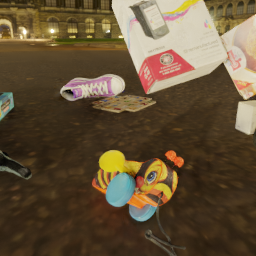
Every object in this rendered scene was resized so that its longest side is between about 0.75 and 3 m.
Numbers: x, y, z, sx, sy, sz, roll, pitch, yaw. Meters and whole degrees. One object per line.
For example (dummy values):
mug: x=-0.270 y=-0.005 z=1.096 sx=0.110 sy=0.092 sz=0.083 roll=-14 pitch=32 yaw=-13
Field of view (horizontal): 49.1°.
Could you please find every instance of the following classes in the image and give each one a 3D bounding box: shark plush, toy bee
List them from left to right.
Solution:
shark plush: x=-3.258 y=0.437 z=6.426 sx=2.793 sy=1.269 sz=1.163 roll=3 pitch=-12 yaw=24
toy bee: x=0.337 y=0.904 z=4.517 sx=2.244 sy=1.220 sz=1.469 roll=28 pitch=-12 yaw=39

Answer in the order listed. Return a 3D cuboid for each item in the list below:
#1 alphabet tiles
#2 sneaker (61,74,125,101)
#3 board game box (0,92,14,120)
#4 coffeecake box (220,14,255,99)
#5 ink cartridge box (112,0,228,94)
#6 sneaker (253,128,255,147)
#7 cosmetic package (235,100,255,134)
alphabet tiles: x=-0.168 y=-1.080 z=11.955 sx=2.176 sy=0.083 sz=2.615 roll=13 pitch=23 yaw=32
sneaker: x=-1.636 y=-1.650 z=12.457 sx=2.824 sy=1.024 sz=1.610 roll=-3 pitch=22 yaw=21
board game box: x=-5.875 y=-0.782 z=10.251 sx=2.730 sy=0.641 sz=2.061 roll=-3 pitch=19 yaw=-8
coffeecake box: x=3.680 y=-2.099 z=7.308 sx=2.271 sy=1.743 sz=0.830 roll=-30 pitch=-27 yaw=25
ink cartridge box: x=0.889 y=-2.305 z=6.554 sx=1.847 sy=2.502 sz=1.071 roll=-21 pitch=-5 yaw=-9
sneaker: x=3.825 y=0.367 z=7.299 sx=0.858 sy=0.563 sz=1.491 roll=12 pitch=28 yaw=7
cosmetic package: x=4.312 y=-0.395 z=8.727 sx=1.764 sy=0.913 sz=0.645 roll=-8 pitch=21 yaw=-19
